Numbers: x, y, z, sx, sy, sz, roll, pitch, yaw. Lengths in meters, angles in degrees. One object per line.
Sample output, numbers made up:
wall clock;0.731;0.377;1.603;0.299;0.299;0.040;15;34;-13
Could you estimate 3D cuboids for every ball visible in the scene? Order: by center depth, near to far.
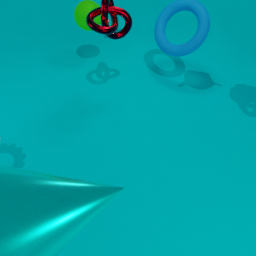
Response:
ball;-1.269;-3.615;9.009;0.927;0.927;0.927;0;46;0

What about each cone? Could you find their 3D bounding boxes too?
cone;-0.652;0.656;2.165;1.299;1.294;1.294;-15;48;-10

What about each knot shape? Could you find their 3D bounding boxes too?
knot shape;-0.528;-2.778;7.132;0.575;1.245;1.165;3;39;48

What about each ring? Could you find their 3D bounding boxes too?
ring;1.609;-3.045;8.503;1.747;1.747;0.349;32;14;27
